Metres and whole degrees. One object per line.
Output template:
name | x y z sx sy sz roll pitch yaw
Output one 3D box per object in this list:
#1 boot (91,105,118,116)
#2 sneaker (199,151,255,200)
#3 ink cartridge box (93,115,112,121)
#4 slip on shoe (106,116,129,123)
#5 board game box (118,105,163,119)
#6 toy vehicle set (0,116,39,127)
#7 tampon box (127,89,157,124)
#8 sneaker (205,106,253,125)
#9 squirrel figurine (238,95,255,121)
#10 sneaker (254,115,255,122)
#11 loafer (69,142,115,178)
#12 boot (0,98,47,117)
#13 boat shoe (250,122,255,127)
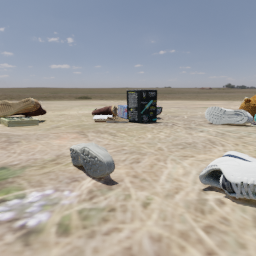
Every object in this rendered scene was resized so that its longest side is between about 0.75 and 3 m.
boot | -1.438 -0.941 16.919 1.549 0.674 1.863 -12 8 3
sneaker | 1.643 0.707 3.527 0.631 0.599 1.568 -16 9 -30
ink cartridge box | -1.227 -0.425 13.570 0.885 0.311 1.089 0 15 0
slip on shoe | -0.476 -0.389 12.851 1.033 0.313 0.393 1 7 6
board game box | 0.637 -0.840 14.941 2.244 0.692 2.243 0 8 -6
toy vehicle set | -4.855 -0.303 12.362 1.251 0.267 2.014 -5 9 -34
tampon box | 0.649 -1.034 13.097 1.142 1.524 0.962 -6 9 -41
sneaker | 4.401 -0.472 12.357 0.838 0.795 2.082 6 7 -45
squirrel figurine | 6.497 -1.062 12.901 2.385 1.809 2.556 -9 7 -17
sneaker | 5.424 -0.163 9.897 1.768 0.686 0.807 19 11 35
loafer | -0.570 0.493 4.905 0.543 0.544 1.555 -12 11 -27
boot | -5.165 -0.749 13.401 2.164 0.783 1.800 -14 -16 0
boat shoe | 5.316 -0.193 11.138 0.385 0.347 1.070 -2 7 -14
